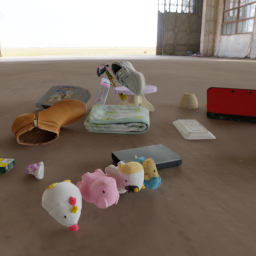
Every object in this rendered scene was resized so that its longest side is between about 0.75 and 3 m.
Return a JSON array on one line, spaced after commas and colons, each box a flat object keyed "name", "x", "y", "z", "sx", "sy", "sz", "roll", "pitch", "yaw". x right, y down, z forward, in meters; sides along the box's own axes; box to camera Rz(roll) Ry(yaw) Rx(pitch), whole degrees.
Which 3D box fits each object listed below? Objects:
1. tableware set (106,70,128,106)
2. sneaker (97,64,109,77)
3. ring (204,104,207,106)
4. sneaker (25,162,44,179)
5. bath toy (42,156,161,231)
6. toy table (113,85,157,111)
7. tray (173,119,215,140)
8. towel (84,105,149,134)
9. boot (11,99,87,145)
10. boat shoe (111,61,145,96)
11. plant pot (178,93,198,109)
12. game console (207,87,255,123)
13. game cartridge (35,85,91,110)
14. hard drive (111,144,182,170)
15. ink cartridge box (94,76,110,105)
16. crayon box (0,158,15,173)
[{"name": "tableware set", "x": -0.453, "y": -1.757, "z": 11.958, "sx": 0.245, "sy": 1.075, "sz": 1.595, "roll": -31, "pitch": 62, "yaw": -3}, {"name": "sneaker", "x": -1.030, "y": -2.407, "z": 11.533, "sx": 0.366, "sy": 0.313, "sz": 0.893, "roll": -4, "pitch": 40, "yaw": 16}, {"name": "ring", "x": 5.010, "y": -1.017, "z": 13.917, "sx": 2.395, "sy": 0.230, "sz": 2.395, "roll": 1, "pitch": 8, "yaw": 0}, {"name": "sneaker", "x": -2.536, "y": 1.191, "z": 7.539, "sx": 0.479, "sy": 0.304, "sz": 0.840, "roll": -10, "pitch": 12, "yaw": -11}, {"name": "bath toy", "x": -0.488, "y": 1.340, "z": 6.062, "sx": 2.656, "sy": 1.155, "sz": 0.982, "roll": -14, "pitch": 64, "yaw": -40}, {"name": "toy table", "x": 0.354, "y": -1.404, "z": 13.952, "sx": 2.122, "sy": 1.243, "sz": 1.951, "roll": 0, "pitch": 18, "yaw": 3}, {"name": "tray", "x": 2.594, "y": -0.012, "z": 11.280, "sx": 1.163, "sy": 0.240, "sz": 2.165, "roll": 0, "pitch": 18, "yaw": -5}, {"name": "towel", "x": -0.392, "y": -0.453, "z": 11.729, "sx": 2.561, "sy": 0.617, "sz": 2.192, "roll": 2, "pitch": 23, "yaw": 2}, {"name": "boot", "x": -2.761, "y": -0.163, "z": 10.481, "sx": 2.990, "sy": 1.102, "sz": 2.313, "roll": -18, "pitch": 22, "yaw": -16}, {"name": "boat shoe", "x": -0.090, "y": -2.028, "z": 11.386, "sx": 0.911, "sy": 0.892, "sz": 2.557, "roll": -2, "pitch": 33, "yaw": -21}, {"name": "plant pot", "x": 3.261, "y": -1.517, "z": 15.153, "sx": 1.075, "sy": 0.722, "sz": 1.075, "roll": -1, "pitch": 18, "yaw": 0}, {"name": "game console", "x": 5.032, "y": -1.157, "z": 12.578, "sx": 2.726, "sy": 1.618, "sz": 2.349, "roll": 8, "pitch": 20, "yaw": 22}, {"name": "game cartridge", "x": -3.314, "y": -1.530, "z": 14.494, "sx": 2.631, "sy": 0.546, "sz": 1.752, "roll": 9, "pitch": 51, "yaw": 26}, {"name": "hard drive", "x": 0.526, "y": 0.912, "z": 8.323, "sx": 1.757, "sy": 0.289, "sz": 1.226, "roll": -8, "pitch": 19, "yaw": -22}, {"name": "ink cartridge box", "x": -1.327, "y": -1.610, "z": 13.924, "sx": 0.544, "sy": 1.547, "sz": 2.592, "roll": 17, "pitch": 18, "yaw": -10}, {"name": "crayon box", "x": -3.749, "y": 1.058, "z": 7.991, "sx": 0.849, "sy": 0.216, "sz": 0.539, "roll": 3, "pitch": 18, "yaw": 7}]
